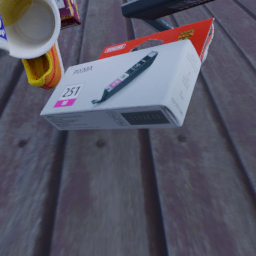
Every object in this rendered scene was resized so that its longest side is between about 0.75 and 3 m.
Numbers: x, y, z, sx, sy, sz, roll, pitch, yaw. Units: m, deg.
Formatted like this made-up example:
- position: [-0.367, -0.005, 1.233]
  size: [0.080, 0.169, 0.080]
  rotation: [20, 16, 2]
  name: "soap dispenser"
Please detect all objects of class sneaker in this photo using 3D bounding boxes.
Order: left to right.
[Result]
- position: [-2.214, -2.257, 6.556]
  size: [0.989, 2.710, 1.045]
  rotation: [-21, -2, 12]
  name: "sneaker"
- position: [1.634, -1.967, 6.366]
  size: [0.431, 0.405, 1.052]
  rotation: [17, 80, -3]
  name: "sneaker"

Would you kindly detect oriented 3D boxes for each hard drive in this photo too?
- position: [0.824, -2.663, 7.246]
  size: [1.588, 0.261, 1.108]
  rotation: [31, 26, -12]
  name: "hard drive"
- position: [0.715, -2.007, 4.430]
  size: [1.385, 0.228, 0.967]
  rotation: [-3, 13, 38]
  name: "hard drive"

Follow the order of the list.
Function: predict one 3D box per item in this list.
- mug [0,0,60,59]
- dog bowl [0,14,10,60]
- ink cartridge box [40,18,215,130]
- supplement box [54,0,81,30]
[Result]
- position: [-1.904, -2.172, 5.253]
  size: [1.280, 1.598, 1.312]
  rotation: [-17, 20, 0]
  name: "mug"
- position: [-2.156, -1.091, 3.420]
  size: [1.263, 0.498, 1.263]
  rotation: [-10, 6, 1]
  name: "dog bowl"
- position: [-0.049, -1.137, 5.300]
  size: [2.894, 0.630, 2.512]
  rotation: [-1, 55, 39]
  name: "ink cartridge box"
- position: [-2.422, -3.938, 8.372]
  size: [1.466, 1.860, 2.842]
  rotation: [-15, 17, 0]
  name: "supplement box"
